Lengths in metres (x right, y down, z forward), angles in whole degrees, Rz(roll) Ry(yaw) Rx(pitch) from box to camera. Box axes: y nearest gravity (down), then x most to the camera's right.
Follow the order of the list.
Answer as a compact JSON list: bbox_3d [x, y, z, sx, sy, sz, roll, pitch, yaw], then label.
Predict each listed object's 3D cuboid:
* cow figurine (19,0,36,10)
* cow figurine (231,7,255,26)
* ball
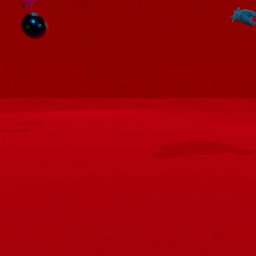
[{"bbox_3d":[-3.226,-3.887,7.929,1.117,0.613,1.099,20,-16,37],"label":"cow figurine"},{"bbox_3d":[3.593,-3.500,8.774,0.872,0.486,0.886,33,27,31],"label":"cow figurine"},{"bbox_3d":[-3.203,-3.478,9.568,0.845,0.845,0.845,0,7,0],"label":"ball"}]
